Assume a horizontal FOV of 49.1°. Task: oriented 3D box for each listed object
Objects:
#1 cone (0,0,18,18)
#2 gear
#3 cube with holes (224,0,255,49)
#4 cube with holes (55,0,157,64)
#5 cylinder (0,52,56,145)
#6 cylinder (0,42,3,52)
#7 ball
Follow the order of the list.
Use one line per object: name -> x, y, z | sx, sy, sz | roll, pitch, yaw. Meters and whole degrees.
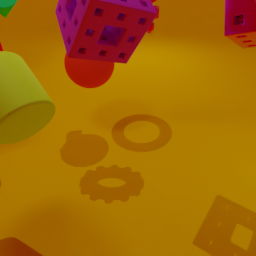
cone -> -3.662, -3.552, 8.224 | 0.911, 0.914, 0.911 | 6, 67, -14
gear -> -0.082, -2.443, 5.796 | 1.421, 1.421, 0.263 | 3, 46, 4
cube with holes -> 2.431, -2.134, 4.588 | 1.295, 1.295, 1.295 | 3, 6, 34
cube with holes -> -0.284, -1.284, 3.118 | 0.748, 0.748, 0.748 | -2, 60, -32
cylinder -> -1.769, -0.433, 4.186 | 0.999, 0.999, 0.999 | -28, 74, -35
cylinder -> -3.331, -1.755, 5.946 | 1.122, 1.122, 1.122 | -17, 37, -23
ball -> -0.959, -1.620, 7.012 | 1.245, 1.245, 1.245 | 0, 34, 0
